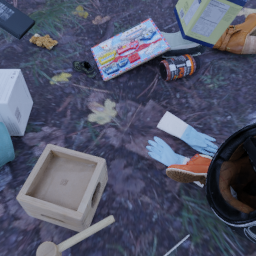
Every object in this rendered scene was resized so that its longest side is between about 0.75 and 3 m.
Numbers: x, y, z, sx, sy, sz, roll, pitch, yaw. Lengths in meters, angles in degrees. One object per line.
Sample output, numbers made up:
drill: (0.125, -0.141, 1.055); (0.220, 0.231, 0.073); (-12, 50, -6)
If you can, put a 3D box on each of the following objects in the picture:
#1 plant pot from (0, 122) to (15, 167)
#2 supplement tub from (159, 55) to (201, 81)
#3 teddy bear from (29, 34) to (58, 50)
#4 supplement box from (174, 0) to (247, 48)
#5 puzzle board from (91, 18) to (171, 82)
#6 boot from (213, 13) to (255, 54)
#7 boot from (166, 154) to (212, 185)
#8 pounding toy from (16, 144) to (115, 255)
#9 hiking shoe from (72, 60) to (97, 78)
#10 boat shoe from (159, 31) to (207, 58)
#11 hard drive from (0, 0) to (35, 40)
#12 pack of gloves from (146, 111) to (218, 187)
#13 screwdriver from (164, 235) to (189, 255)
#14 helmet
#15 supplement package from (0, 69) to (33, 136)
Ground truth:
plant pot: (-4.078, 0.577, 7.617); (1.616, 1.719, 1.719); (-19, 53, -33)
supplement tub: (1.920, -2.239, 10.231); (1.426, 0.762, 0.762); (-17, 54, -12)
teddy bear: (-3.463, -3.589, 11.512); (1.160, 0.387, 0.841); (35, 58, 24)
supplement box: (2.408, -3.736, 8.582); (1.120, 1.667, 1.669); (10, 51, -21)
puzzle board: (0.006, -3.074, 10.704); (2.705, 0.235, 2.038); (-25, 55, 3)
boot: (4.384, -4.025, 11.534); (1.914, 0.911, 2.474); (9, 51, 10)
boot: (1.724, 1.069, 7.649); (1.488, 0.558, 0.798); (8, 56, -12)
pounding toy: (-1.358, 1.990, 6.713); (2.290, 1.192, 2.606); (14, 54, 10)
hiking shoe: (-1.641, -2.334, 10.422); (1.143, 0.576, 0.433); (30, 58, 21)
boat shoe: (1.551, -3.131, 10.810); (2.901, 0.875, 1.097); (9, 69, 31)
hard drive: (-3.076, -2.847, 7.268); (1.075, 0.177, 0.750); (33, 57, -11)
pack of gloves: (1.612, 0.628, 8.379); (1.986, 0.392, 1.668); (31, 59, 9)
screwdriver: (0.802, 3.048, 6.485); (1.783, 0.249, 0.259); (-28, 29, -17)
helmet: (3.443, 1.340, 6.231); (2.664, 2.795, 2.795); (19, 48, -24)
supplement package: (-4.600, -0.766, 8.607); (2.714, 1.543, 1.486); (0, 51, 1)
